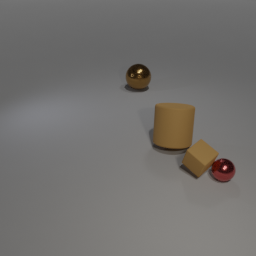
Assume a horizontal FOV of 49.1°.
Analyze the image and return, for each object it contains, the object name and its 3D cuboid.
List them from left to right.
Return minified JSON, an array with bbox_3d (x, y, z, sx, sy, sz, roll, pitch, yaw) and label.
[{"bbox_3d":[0.563,-2.775,15.203,1.400,1.400,1.400,0,28,0],"label":"ball"},{"bbox_3d":[1.624,-0.118,9.984,1.400,1.400,1.400,2,13,-1],"label":"cylinder"},{"bbox_3d":[2.184,0.912,8.514,0.700,0.700,0.700,-33,61,-29],"label":"cube"},{"bbox_3d":[2.894,1.266,8.499,0.700,0.700,0.700,0,28,0],"label":"ball"}]
